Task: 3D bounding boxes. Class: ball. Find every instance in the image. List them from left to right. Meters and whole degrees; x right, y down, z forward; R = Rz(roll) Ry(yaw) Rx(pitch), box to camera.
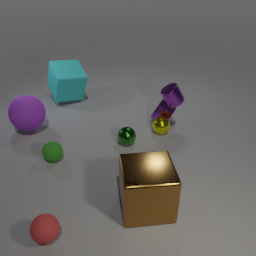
[{"bbox_3d":[-3.960,-0.588,11.009,1.400,1.400,1.400,0,31,0],"label":"ball"},{"bbox_3d":[-2.001,2.424,6.747,0.700,0.700,0.700,0,31,0],"label":"ball"},{"bbox_3d":[-2.569,0.804,9.544,0.700,0.700,0.700,0,31,0],"label":"ball"},{"bbox_3d":[-0.048,0.298,10.384,0.700,0.700,0.700,0,31,0],"label":"ball"},{"bbox_3d":[1.313,-0.105,11.067,0.700,0.700,0.700,0,31,0],"label":"ball"}]

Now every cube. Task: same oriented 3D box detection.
[{"bbox_3d":[-2.891,-2.237,13.249,1.400,1.400,1.400,-11,52,-29],"label":"cube"},{"bbox_3d":[0.513,1.597,7.493,1.400,1.400,1.400,-4,31,-6],"label":"cube"},{"bbox_3d":[1.493,-0.661,11.740,0.700,0.700,0.700,35,34,3],"label":"cube"}]

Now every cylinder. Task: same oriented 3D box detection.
[{"bbox_3d":[1.697,-1.237,10.666,0.700,0.700,0.700,-27,28,16],"label":"cylinder"}]
